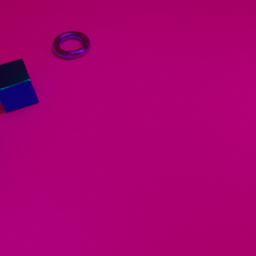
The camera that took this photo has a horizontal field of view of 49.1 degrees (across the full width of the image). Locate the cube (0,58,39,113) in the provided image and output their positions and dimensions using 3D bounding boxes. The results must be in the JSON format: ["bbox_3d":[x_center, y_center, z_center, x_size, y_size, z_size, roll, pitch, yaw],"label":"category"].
[{"bbox_3d":[-3.402,-1.266,8.403,1.021,1.021,1.021,-21,58,-14],"label":"cube"}]

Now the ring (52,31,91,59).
[{"bbox_3d":[-2.027,-2.999,10.050,1.381,0.276,1.381,0,55,0],"label":"ring"}]
